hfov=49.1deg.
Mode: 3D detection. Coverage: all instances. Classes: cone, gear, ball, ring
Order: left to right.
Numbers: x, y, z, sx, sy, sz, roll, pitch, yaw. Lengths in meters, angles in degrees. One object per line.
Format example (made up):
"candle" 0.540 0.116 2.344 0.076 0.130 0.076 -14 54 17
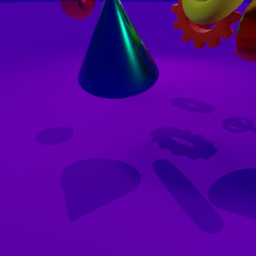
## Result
"ball" -1.218 -3.090 6.807 0.873 0.873 0.873 0 26 0
"cone" -0.226 -1.588 4.799 1.554 1.559 1.554 -2 44 2
"gear" 1.785 -2.693 6.532 1.618 1.618 0.299 21 40 36
"gear" 2.449 -3.545 8.593 1.409 0.261 1.409 -19 45 20
"ring" 1.646 -2.820 4.938 0.392 1.961 1.961 13 20 -25
"cone" 2.842 -1.408 4.491 1.507 1.507 1.512 -10 41 -19

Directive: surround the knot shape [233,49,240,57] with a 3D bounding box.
"knot shape" 3.267 -2.216 7.324 1.107 0.546 1.183 -31 38 0
